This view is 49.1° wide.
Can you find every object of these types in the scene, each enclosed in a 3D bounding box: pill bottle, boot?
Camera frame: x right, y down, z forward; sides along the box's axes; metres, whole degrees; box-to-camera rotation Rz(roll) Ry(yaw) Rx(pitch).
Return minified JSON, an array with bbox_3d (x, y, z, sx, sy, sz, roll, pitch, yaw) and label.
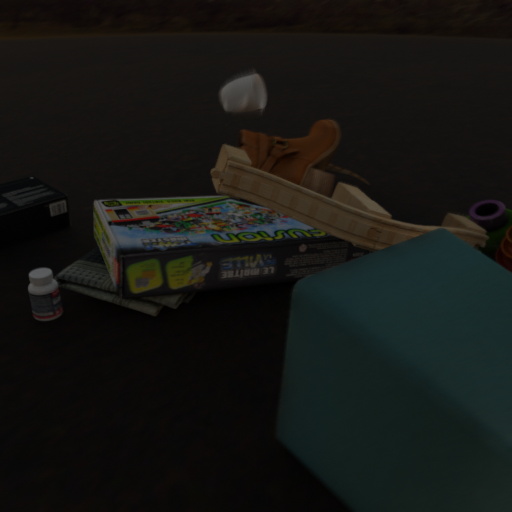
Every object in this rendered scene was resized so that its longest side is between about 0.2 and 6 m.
[{"bbox_3d":[-3.012,0.544,7.966,0.407,0.681,0.407,0,27,0],"label":"pill bottle"},{"bbox_3d":[0.629,-2.277,12.203,2.136,1.055,2.751,16,56,-6],"label":"boot"}]

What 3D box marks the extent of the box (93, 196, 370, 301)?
[{"bbox_3d":[-0.411,-0.301,9.132,4.028,0.699,2.217,-5,27,-24],"label":"box"}]

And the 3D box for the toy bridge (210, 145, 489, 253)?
[{"bbox_3d":[1.537,-0.628,8.560,4.679,0.637,1.573,14,21,-17],"label":"toy bridge"}]

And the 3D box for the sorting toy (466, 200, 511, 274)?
[{"bbox_3d":[4.321,-0.528,9.387,1.379,0.942,2.294,-27,32,-2],"label":"sorting toy"}]

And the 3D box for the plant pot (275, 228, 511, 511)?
[{"bbox_3d":[1.897,1.447,4.852,2.026,2.027,2.868,-18,38,-31],"label":"plant pot"}]

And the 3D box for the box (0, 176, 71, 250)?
[{"bbox_3d":[-4.668,-0.787,10.477,1.322,0.739,1.873,30,39,34],"label":"box"}]

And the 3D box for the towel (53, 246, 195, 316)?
[{"bbox_3d":[-1.791,0.245,8.888,2.007,0.347,1.933,11,25,13],"label":"towel"}]

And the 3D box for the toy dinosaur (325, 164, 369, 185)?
[{"bbox_3d":[1.361,-2.212,13.346,1.312,0.746,2.470,-19,33,-34],"label":"toy dinosaur"}]

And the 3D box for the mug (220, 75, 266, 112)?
[{"bbox_3d":[-0.372,-3.597,12.776,0.893,0.752,1.019,-5,39,25],"label":"mug"}]
